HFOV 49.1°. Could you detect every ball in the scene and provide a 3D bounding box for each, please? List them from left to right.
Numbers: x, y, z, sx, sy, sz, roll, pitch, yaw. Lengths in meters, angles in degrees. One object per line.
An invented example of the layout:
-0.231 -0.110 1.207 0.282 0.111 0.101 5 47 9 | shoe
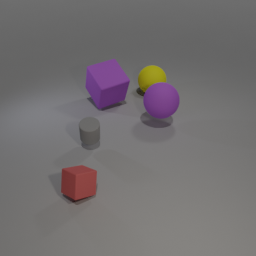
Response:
1.181 -2.354 13.745 1.400 1.400 1.400 0 30 0 | ball
1.293 -1.064 10.866 1.400 1.400 1.400 0 30 0 | ball

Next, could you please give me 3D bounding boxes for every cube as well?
-1.348 1.476 7.695 0.700 0.700 0.700 11 10 44 | cube
-0.943 -1.958 12.444 1.400 1.400 1.400 -22 65 -23 | cube

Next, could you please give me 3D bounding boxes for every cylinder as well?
-1.306 0.101 9.585 0.700 0.700 0.700 2 46 -2 | cylinder
